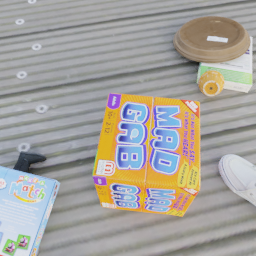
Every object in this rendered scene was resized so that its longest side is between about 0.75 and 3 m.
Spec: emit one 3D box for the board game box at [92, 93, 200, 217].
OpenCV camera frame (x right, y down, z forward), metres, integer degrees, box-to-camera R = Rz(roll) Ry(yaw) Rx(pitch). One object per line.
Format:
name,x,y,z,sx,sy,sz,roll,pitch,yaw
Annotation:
board game box,0.478,0.725,6.944,2.167,2.166,2.168,6,59,4

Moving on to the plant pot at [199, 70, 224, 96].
plant pot,2.635,-1.349,8.855,0.804,0.804,0.736,17,27,10

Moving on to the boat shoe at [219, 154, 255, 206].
boat shoe,3.486,1.577,7.018,1.009,1.164,2.731,-30,63,-17

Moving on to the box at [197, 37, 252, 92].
box,3.441,-2.414,9.895,1.740,0.438,2.411,12,58,7

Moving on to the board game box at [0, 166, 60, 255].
board game box,-2.954,2.277,6.805,1.866,0.451,2.467,13,70,8

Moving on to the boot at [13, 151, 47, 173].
boot,-2.784,1.179,7.746,0.835,0.333,1.014,5,56,13

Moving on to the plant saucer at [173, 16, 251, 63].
plant saucer,3.018,-3.310,10.142,2.731,0.402,2.731,-4,49,5
